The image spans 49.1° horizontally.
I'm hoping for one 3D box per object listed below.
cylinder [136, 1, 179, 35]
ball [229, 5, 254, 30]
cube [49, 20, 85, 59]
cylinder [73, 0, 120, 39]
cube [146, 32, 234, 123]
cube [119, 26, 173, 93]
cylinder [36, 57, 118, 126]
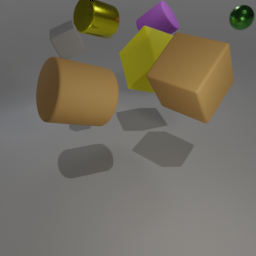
[{"bbox_3d":[1.330,-4.650,12.539,1.400,1.400,1.400,-27,19,31],"label":"cylinder"},{"bbox_3d":[3.374,-3.276,8.318,0.700,0.700,0.700,0,32,0],"label":"ball"},{"bbox_3d":[-1.659,-2.384,7.642,0.700,0.700,0.700,-24,42,2],"label":"cube"},{"bbox_3d":[-1.308,-4.533,11.626,1.400,1.400,1.400,-5,26,-47],"label":"cylinder"},{"bbox_3d":[1.550,-1.211,6.801,1.400,1.400,1.400,27,76,34],"label":"cube"},{"bbox_3d":[0.783,-2.097,8.909,1.400,1.400,1.400,3,64,-38],"label":"cube"},{"bbox_3d":[-1.163,-0.776,6.335,1.400,1.400,1.400,4,25,-36],"label":"cylinder"}]
